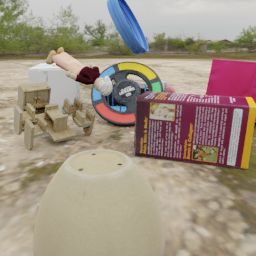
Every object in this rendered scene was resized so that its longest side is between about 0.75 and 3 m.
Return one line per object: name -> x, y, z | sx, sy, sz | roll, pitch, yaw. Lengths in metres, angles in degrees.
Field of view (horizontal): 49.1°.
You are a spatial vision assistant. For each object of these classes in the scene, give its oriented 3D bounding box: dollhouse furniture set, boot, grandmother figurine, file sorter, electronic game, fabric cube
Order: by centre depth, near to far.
grandmother figurine -> -1.380, -1.713, 8.687 | 2.173, 0.658, 1.318 | 34, 49, 10
dollhouse furniture set -> -2.672, -0.184, 9.205 | 2.109, 1.599, 2.407 | -15, 45, -39
fabric cube -> 4.415, -1.409, 10.682 | 2.064, 2.057, 2.025 | 1, 13, -34
electronic game -> -0.050, -1.365, 10.743 | 2.788, 2.788, 0.580 | 2, -23, 7
file sorter -> 0.235, -1.238, 11.873 | 2.155, 1.322, 1.495 | 1, 17, 4
boot -> 0.141, -1.718, 13.670 | 2.798, 1.010, 2.113 | -2, 23, 6

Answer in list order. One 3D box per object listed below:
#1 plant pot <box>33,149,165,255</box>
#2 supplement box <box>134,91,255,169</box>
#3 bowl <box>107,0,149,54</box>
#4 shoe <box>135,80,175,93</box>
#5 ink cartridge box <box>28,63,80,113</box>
plant pot -> -0.432, 1.124, 4.257 | 2.040, 1.370, 2.040 | 0, 18, 0
supplement box -> 1.719, -0.039, 7.512 | 2.927, 1.615, 1.253 | 6, 18, 16
bowl -> 0.000, -4.202, 11.455 | 0.511, 2.602, 2.602 | -25, 9, 20
shoe -> 1.059, -1.914, 14.816 | 2.803, 1.001, 1.275 | 0, -7, 39
ink cartridge box -> -3.286, -1.917, 12.963 | 1.933, 1.942, 2.647 | -2, 18, -6
